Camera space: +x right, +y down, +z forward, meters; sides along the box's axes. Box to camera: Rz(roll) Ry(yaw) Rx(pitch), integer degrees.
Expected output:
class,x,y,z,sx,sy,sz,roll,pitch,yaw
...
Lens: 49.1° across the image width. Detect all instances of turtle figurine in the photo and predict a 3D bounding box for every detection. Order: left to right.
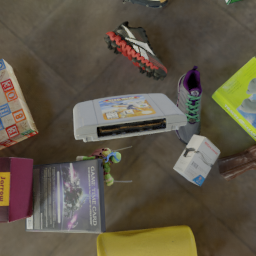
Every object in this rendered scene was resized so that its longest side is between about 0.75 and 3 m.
class,x,y,z,sx,sy,sz,roll,pitch,yaw
turtle figurine,-0.701,1.135,8.041,1.474,1.521,1.094,-13,80,21

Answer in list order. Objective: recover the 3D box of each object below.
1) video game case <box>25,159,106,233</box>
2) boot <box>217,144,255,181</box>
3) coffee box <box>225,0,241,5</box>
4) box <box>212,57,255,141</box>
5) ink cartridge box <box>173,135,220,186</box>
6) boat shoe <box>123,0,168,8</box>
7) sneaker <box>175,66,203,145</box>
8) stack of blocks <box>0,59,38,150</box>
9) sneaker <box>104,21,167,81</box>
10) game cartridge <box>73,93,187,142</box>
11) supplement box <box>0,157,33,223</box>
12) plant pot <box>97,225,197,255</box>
class,x,y,z,sx,sy,sz,roll,pitch,yaw
video game case,-1.806,1.879,7.687,2.596,0.246,1.854,-9,79,25
boot,3.500,1.309,8.265,1.529,0.491,1.425,-25,86,0
coffee box,3.569,-5.238,9.462,1.186,0.424,1.929,-18,80,-3
box,4.136,-0.591,8.504,1.670,0.653,2.740,-42,81,-6
ink cartridge box,2.000,0.926,8.099,0.868,0.501,1.196,38,80,-30
boat shoe,0.100,-4.577,9.149,2.794,0.870,1.042,24,87,20
sneaker,1.816,-0.660,8.329,0.847,0.996,2.276,0,79,0
stack of blocks,-3.882,-0.686,8.479,1.381,0.703,2.399,-24,80,-4
sneaker,0.408,-2.469,8.743,2.337,0.826,1.142,40,84,8
game cartridge,-0.051,-0.308,6.211,2.297,1.530,0.477,-8,120,-9
supplement box,-4.238,1.666,7.588,2.985,1.278,1.647,-3,80,6
plant pot,0.564,4.066,6.739,2.744,2.421,2.744,-5,79,0
